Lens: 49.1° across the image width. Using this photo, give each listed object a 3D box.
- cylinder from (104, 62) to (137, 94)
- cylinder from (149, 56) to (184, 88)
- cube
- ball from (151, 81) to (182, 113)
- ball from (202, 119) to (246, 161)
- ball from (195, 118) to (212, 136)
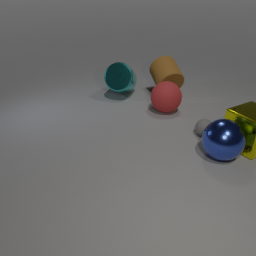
[{"bbox_3d":[-0.350,-2.482,14.102,1.400,1.400,1.400,6,3,10],"label":"cylinder"},{"bbox_3d":[1.953,-2.690,14.212,1.400,1.400,1.400,-8,54,-15],"label":"cylinder"},{"bbox_3d":[4.388,0.035,9.972,1.400,1.400,1.400,-16,33,-27],"label":"cube"},{"bbox_3d":[1.716,-1.391,12.592,1.400,1.400,1.400,0,29,0],"label":"ball"},{"bbox_3d":[3.177,0.387,9.325,1.400,1.400,1.400,0,29,0],"label":"ball"},{"bbox_3d":[2.953,-0.017,10.815,0.700,0.700,0.700,0,29,0],"label":"ball"}]
